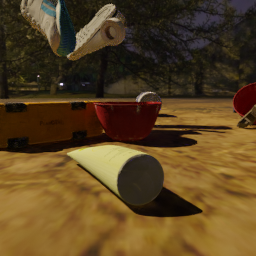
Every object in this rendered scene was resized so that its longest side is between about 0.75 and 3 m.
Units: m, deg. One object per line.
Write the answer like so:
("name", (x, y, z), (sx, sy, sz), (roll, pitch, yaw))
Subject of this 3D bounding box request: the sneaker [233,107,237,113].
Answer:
("sneaker", (5.711, -0.946, 14.693), (0.327, 0.294, 0.795), (7, 11, 32))

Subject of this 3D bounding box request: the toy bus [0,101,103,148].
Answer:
("toy bus", (-1.773, -0.173, 6.341), (2.690, 0.875, 1.053), (-7, 10, -43))

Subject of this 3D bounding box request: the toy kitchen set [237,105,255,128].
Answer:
("toy kitchen set", (3.879, -0.106, 8.187), (0.867, 0.959, 1.063), (-39, -23, -9))

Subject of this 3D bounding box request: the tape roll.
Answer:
("tape roll", (-0.459, -2.893, 8.449), (0.769, 0.769, 0.269), (4, 29, 30))

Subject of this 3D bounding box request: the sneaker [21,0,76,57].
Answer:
("sneaker", (-2.344, -3.170, 8.158), (1.190, 2.946, 1.127), (-22, -26, 4))

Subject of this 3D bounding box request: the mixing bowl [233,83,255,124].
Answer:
("mixing bowl", (4.428, -0.710, 9.530), (1.531, 1.531, 0.829), (5, -32, 33))

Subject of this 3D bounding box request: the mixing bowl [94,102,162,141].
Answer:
("mixing bowl", (0.001, -0.173, 6.480), (1.571, 0.851, 1.571), (-1, 7, 0))

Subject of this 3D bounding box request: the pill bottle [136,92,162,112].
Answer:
("pill bottle", (0.922, -1.159, 13.182), (1.073, 1.073, 1.933), (0, 8, -4))

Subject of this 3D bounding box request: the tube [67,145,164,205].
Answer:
("tube", (-0.240, 0.418, 3.505), (0.571, 0.511, 1.968), (40, -11, -18))

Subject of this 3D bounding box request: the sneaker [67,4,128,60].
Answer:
("sneaker", (-1.067, -3.026, 9.504), (0.947, 2.353, 0.899), (38, 20, -47))
